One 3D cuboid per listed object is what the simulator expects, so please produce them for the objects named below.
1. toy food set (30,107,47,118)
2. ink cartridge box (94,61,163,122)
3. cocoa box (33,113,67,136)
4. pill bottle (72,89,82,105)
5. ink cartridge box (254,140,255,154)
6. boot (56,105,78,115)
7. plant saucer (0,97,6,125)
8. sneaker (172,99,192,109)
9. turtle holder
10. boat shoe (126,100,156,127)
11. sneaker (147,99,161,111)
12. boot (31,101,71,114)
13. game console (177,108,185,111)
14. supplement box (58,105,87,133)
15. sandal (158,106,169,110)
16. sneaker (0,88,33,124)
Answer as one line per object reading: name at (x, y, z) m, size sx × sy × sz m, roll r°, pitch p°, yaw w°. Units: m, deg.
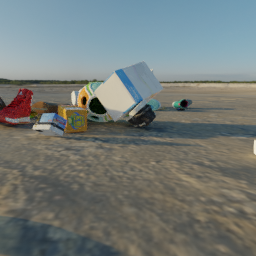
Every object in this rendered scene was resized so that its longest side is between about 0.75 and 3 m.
toy food set at (-5.682, -0.719, 14.684) m, size 2.516 × 0.505 × 1.737 m, roll -3°, pitch 0°, yaw 20°
ink cartridge box at (0.166, -1.603, 11.665) m, size 2.410 × 1.509 × 1.549 m, roll -31°, pitch -5°, yaw -46°
cocoa box at (-2.562, -0.113, 9.213) m, size 0.889 × 0.583 × 0.593 m, roll 0°, pitch -23°, yaw 36°
pill bottle at (-2.992, -2.341, 21.548) m, size 2.483 × 1.400 × 1.400 m, roll -4°, pitch 10°, yaw -27°
ink cartridge box at (3.579, 0.525, 6.729) m, size 0.899 × 0.381 × 0.655 m, roll 3°, pitch 9°, yaw 9°
boot at (-2.389, -0.702, 13.344) m, size 2.108 × 0.761 × 1.592 m, roll -6°, pitch 11°, yaw 1°
plant saucer at (-6.023, -0.997, 12.087) m, size 0.341 × 2.128 × 2.128 m, roll -31°, pitch 6°, yaw 7°
sneaker at (4.142, -1.773, 20.088) m, size 1.689 × 0.706 × 1.020 m, roll -13°, pitch 9°, yaw -25°
turtle holder at (-1.102, -0.983, 12.679) m, size 2.443 × 1.856 × 1.735 m, roll 41°, pitch 6°, yaw -14°
boat shoe at (0.574, -0.446, 11.319) m, size 1.026 × 0.838 × 2.778 m, roll -41°, pitch -2°, yaw -9°
sneaker at (1.480, -1.658, 19.050) m, size 2.151 × 0.855 × 1.404 m, roll 7°, pitch 13°, yaw 34°
boot at (-4.212, -1.088, 16.176) m, size 2.243 × 0.788 × 1.640 m, roll 5°, pitch 4°, yaw 26°
game console at (3.474, -1.246, 18.842) m, size 0.451 × 0.092 × 0.765 m, roll -2°, pitch 9°, yaw -16°
supplement box at (-2.278, -0.425, 11.237) m, size 0.884 × 0.855 × 2.569 m, roll -1°, pitch 9°, yaw -17°
sandal at (2.403, -1.376, 19.081) m, size 0.823 × 0.271 × 0.302 m, roll 4°, pitch 10°, yaw 25°
sneaker at (-4.776, -0.986, 11.688) m, size 1.021 × 1.505 × 2.605 m, roll 12°, pitch 4°, yaw -2°
